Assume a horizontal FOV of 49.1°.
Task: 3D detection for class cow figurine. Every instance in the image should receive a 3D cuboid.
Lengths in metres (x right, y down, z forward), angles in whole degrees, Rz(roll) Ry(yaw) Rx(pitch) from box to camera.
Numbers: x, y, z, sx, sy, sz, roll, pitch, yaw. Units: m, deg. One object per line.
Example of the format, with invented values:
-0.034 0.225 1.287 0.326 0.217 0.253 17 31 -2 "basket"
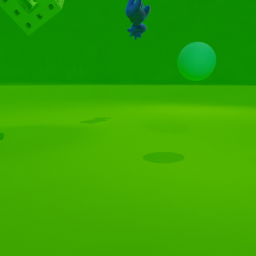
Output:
0.292 -4.194 10.828 0.753 1.350 1.372 36 18 26 "cow figurine"

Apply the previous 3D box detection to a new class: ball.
1.359 -1.318 5.563 0.746 0.746 0.746 0 10 0 "ball"

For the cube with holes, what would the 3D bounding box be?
-2.644 -3.577 7.686 1.218 1.218 1.218 -31 35 16 "cube with holes"
